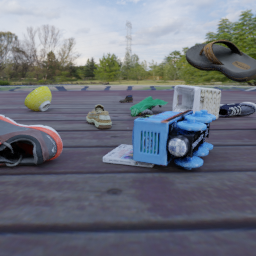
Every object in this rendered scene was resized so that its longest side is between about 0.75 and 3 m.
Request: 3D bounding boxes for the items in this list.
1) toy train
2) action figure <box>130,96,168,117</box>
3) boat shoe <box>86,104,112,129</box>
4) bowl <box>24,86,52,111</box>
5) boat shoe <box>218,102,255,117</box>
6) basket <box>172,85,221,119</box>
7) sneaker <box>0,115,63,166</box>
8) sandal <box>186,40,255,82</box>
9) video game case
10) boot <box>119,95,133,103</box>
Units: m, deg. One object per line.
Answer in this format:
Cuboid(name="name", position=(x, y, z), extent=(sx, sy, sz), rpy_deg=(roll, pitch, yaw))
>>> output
Cuboid(name="toy train", position=(1.207, 0.134, 6.851), extent=(1.568, 1.190, 2.745), rpy_deg=(8, 13, 23))
Cuboid(name="action figure", position=(0.863, -1.039, 14.337), extent=(1.446, 0.669, 2.448), rpy_deg=(9, 21, 35))
Cuboid(name="boat shoe", position=(-1.155, -0.554, 11.381), extent=(0.789, 0.838, 2.201), rpy_deg=(-5, 12, -24))
Cuboid(name="bowl", position=(-4.746, -1.431, 15.345), extent=(0.851, 1.582, 1.582), rpy_deg=(47, 25, 10))
Cuboid(name="boat shoe", position=(5.045, -0.788, 13.247), extent=(1.934, 0.722, 0.897), rpy_deg=(-3, 14, 30))
Cuboid(name="basket", position=(3.152, -1.180, 13.039), extent=(1.368, 1.503, 2.217), rpy_deg=(1, 10, -14))
Cuboid(name="sneaker", position=(-3.008, 0.342, 6.447), extent=(2.821, 1.087, 1.155), rpy_deg=(2, 18, 12))
Cuboid(name="sandal", position=(2.524, -1.965, 7.620), extent=(1.048, 0.700, 2.565), rpy_deg=(-31, 36, -6))
Cuboid(name="video game case", position=(0.181, 0.667, 6.973), extent=(1.209, 0.157, 1.328), rpy_deg=(4, 11, 18))
Cuboid(name="boot", position=(-0.147, -2.086, 19.983), extent=(1.086, 0.526, 0.406), rpy_deg=(-6, 13, -27))
